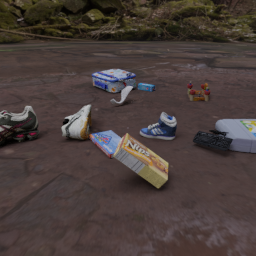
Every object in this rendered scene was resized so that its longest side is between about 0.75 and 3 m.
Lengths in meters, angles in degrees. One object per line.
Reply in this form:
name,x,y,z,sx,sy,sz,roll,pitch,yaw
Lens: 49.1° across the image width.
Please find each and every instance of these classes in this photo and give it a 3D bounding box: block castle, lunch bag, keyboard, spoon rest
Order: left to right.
lunch bag,-0.860,-2.824,16.606,2.076,0.979,2.591,-17,27,-33
spoon rest,-0.243,-1.572,13.613,1.422,0.431,0.706,-44,12,-32
block castle,3.700,-1.962,14.706,1.065,0.747,1.593,3,22,6
keyboard,2.671,0.285,8.884,1.261,0.250,0.656,16,64,46

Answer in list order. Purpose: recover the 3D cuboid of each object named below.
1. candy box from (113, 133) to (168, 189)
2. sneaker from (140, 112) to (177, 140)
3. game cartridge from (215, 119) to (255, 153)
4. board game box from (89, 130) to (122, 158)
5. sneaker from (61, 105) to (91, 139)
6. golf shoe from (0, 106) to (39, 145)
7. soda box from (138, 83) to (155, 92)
candy box,0.358,0.808,7.046,1.397,0.386,0.806,36,24,-7
sneaker,1.067,-0.136,9.853,1.314,0.962,0.529,9,23,21
game cartridge,4.711,0.248,9.514,2.961,0.599,1.975,0,26,0
board game box,-0.580,0.503,9.331,0.885,0.167,1.719,-10,24,-27
sneaker,-1.894,-0.308,10.443,0.993,0.857,2.266,0,21,0
golf shoe,-4.316,0.005,9.324,2.601,1.146,1.004,-18,29,-34
soda box,1.060,-2.365,16.278,1.006,0.323,0.341,17,27,35
